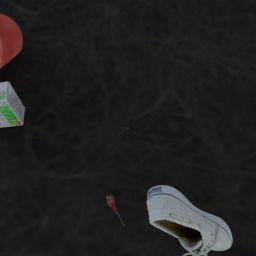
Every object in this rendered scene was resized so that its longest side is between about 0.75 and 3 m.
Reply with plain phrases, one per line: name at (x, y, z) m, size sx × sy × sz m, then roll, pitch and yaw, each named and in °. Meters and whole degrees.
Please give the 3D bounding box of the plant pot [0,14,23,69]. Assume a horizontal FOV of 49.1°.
plant pot at (-3.930, -2.440, 7.848) m, size 1.822 × 1.822 × 1.612 m, roll 13°, pitch 27°, yaw 5°

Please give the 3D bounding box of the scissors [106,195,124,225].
scissors at (-0.321, 2.101, 7.098) m, size 0.060 × 0.318 × 0.868 m, roll -11°, pitch 67°, yaw -40°

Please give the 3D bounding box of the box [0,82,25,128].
box at (-3.682, -0.578, 7.549) m, size 1.371 × 1.210 × 0.663 m, roll -7°, pitch 60°, yaw -3°

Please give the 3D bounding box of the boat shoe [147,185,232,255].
boat shoe at (1.408, 2.329, 6.012) m, size 2.650 × 0.979 × 1.130 m, roll 41°, pitch 36°, yaw -27°
